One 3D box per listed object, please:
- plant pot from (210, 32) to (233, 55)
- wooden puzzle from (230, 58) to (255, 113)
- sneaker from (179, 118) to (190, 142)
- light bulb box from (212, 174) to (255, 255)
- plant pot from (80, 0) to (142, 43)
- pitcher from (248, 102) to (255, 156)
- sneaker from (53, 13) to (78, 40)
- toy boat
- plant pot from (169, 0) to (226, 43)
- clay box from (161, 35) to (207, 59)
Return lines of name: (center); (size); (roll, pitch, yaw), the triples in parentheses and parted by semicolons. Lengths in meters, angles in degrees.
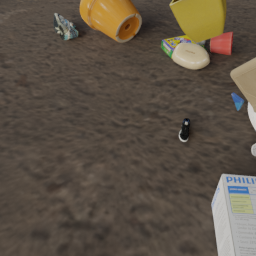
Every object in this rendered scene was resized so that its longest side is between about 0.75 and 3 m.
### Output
plant pot: (3.806, -3.428, 11.409); (0.814, 0.920, 0.920); (5, 44, 22)
wooden puzzle: (2.807, -0.915, 5.950); (0.208, 1.200, 1.778); (-32, 9, -18)
sneaker: (1.666, 0.005, 8.207); (0.277, 0.424, 0.759); (8, 45, 8)
light bulb box: (2.805, 2.098, 5.526); (1.933, 1.217, 1.950); (4, 44, 5)
plant pot: (-0.568, -4.902, 12.096); (2.267, 2.267, 2.075); (-30, 68, -27)
pitcher: (4.406, -0.193, 7.889); (1.913, 1.352, 2.229); (14, 56, 0)
sneaker: (-2.851, -4.594, 12.774); (0.816, 0.734, 1.891); (-12, 52, -28)
toy boat: (2.609, -3.005, 10.890); (1.436, 0.794, 1.708); (26, 77, 16)
plant pot: (2.179, -3.340, 8.133); (1.364, 1.395, 1.355); (-11, 32, 29)
clay box: (2.370, -3.452, 11.701); (1.714, 0.408, 0.985); (-17, 48, -15)
